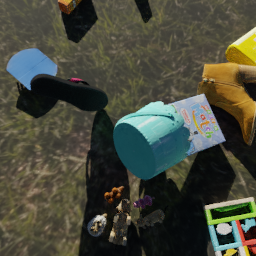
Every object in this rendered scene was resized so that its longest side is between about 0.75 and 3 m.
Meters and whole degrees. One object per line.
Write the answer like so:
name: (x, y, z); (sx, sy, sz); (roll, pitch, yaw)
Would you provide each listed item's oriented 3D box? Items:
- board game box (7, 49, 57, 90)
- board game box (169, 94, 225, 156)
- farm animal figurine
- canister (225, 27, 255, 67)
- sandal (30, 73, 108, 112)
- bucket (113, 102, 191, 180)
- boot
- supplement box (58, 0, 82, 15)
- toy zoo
board game box: (-3.506, -2.132, 10.407); (1.782, 0.347, 1.408); (40, 68, 9)
board game box: (1.814, 0.003, 9.011); (2.315, 0.424, 1.751); (-18, 80, -24)
farm animal figurine: (-0.003, 2.621, 8.173); (1.835, 0.957, 1.815); (30, 83, 4)
canister: (4.867, -2.942, 10.360); (2.099, 0.908, 1.559); (-36, 71, -16)
sandal: (-1.774, -1.243, 9.043); (2.748, 1.032, 0.619); (17, 41, -38)
bucket: (0.636, 0.389, 8.241); (1.381, 2.123, 2.123); (-27, 69, -33)
boot: (3.386, -0.855, 9.650); (1.998, 0.982, 2.791); (3, 85, 21)
supplement box: (-2.248, -5.477, 11.685); (0.504, 0.521, 1.515); (31, 72, 11)
toy zoo: (3.274, 3.358, 8.171); (1.567, 0.244, 2.388); (-9, 68, -4)
